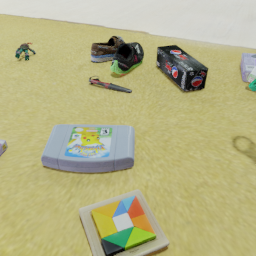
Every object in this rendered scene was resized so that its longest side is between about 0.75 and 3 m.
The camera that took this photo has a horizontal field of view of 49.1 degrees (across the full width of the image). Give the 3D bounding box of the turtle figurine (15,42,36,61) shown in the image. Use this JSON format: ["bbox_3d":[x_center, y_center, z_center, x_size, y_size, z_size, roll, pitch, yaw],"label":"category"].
[{"bbox_3d":[-4.506,-3.378,12.194,0.861,0.579,1.150,-3,42,-4],"label":"turtle figurine"}]

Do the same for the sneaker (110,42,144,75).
[{"bbox_3d":[0.081,-2.938,11.120,0.890,0.971,2.319,20,41,11],"label":"sneaker"}]

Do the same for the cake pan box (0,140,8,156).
[{"bbox_3d":[-3.690,0.625,6.833,1.088,0.285,1.002,7,34,10],"label":"cake pan box"}]

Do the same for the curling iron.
[{"bbox_3d":[-0.638,-1.542,9.883,1.760,0.225,0.436,19,39,24],"label":"curling iron"}]

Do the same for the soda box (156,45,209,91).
[{"bbox_3d":[1.937,-2.303,10.448,0.882,0.789,2.493,-10,38,-16],"label":"soda box"}]

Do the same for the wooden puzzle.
[{"bbox_3d":[-0.118,1.790,5.215,1.323,0.266,1.430,-14,38,-18],"label":"wooden puzzle"}]

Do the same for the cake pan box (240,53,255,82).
[{"bbox_3d":[5.282,-2.253,10.648,1.792,0.509,1.945,7,36,13],"label":"cake pan box"}]

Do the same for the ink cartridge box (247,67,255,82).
[{"bbox_3d":[5.040,-1.991,9.698,1.118,0.368,1.537,34,75,22],"label":"ink cartridge box"}]

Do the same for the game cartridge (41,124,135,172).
[{"bbox_3d":[-0.935,0.467,6.959,2.209,0.447,1.473,0,39,1],"label":"game cartridge"}]

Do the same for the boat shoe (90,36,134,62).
[{"bbox_3d":[-0.493,-3.465,12.017,2.339,0.846,0.845,-22,41,-27],"label":"boat shoe"}]

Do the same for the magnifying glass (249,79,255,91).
[{"bbox_3d":[3.277,-1.133,6.021,0.704,0.198,1.769,-38,3,-10],"label":"magnifying glass"}]
